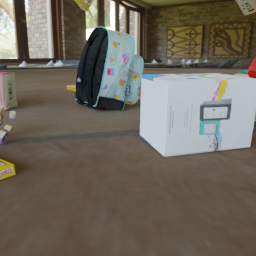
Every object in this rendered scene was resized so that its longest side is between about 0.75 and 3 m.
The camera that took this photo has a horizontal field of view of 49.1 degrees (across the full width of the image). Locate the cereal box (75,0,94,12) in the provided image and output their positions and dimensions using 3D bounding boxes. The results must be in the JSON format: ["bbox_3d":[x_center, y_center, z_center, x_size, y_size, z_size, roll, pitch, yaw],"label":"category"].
[{"bbox_3d":[-0.990,-3.842,7.215,0.260,1.313,0.945,31,-2,21],"label":"cereal box"}]

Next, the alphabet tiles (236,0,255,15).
[{"bbox_3d":[3.737,-3.713,7.032,0.078,2.063,2.479,-54,26,-18],"label":"alphabet tiles"}]

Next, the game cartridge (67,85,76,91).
[{"bbox_3d":[-2.439,-2.270,15.778,1.556,0.252,1.372,-8,16,-37],"label":"game cartridge"}]

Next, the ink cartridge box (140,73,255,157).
[{"bbox_3d":[1.395,-0.375,5.865,1.946,1.421,1.428,-4,16,-17],"label":"ink cartridge box"}]

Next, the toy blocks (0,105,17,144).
[{"bbox_3d":[-2.999,0.005,6.241,0.930,0.783,0.869,23,45,-4],"label":"toy blocks"}]

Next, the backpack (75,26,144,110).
[{"bbox_3d":[-0.665,-2.112,10.000,2.098,2.737,2.406,-1,12,-27],"label":"backpack"}]

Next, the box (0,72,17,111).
[{"bbox_3d":[-5.110,-1.315,9.855,2.001,1.279,1.090,0,14,1],"label":"box"}]

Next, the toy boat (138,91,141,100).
[{"bbox_3d":[0.669,-1.627,12.198,1.117,0.730,0.729,-6,16,-22],"label":"toy boat"}]

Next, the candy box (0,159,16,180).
[{"bbox_3d":[-2.690,0.604,4.510,1.717,0.227,0.877,10,20,35],"label":"candy box"}]

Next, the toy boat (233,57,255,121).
[{"bbox_3d":[3.384,-0.996,6.346,2.338,1.293,2.781,35,-7,38],"label":"toy boat"}]
